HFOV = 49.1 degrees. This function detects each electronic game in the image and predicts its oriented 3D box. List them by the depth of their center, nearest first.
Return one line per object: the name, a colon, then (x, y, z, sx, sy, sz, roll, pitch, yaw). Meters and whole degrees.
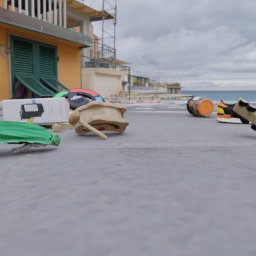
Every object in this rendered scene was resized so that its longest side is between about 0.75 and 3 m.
electronic game: (-2.630, -1.316, 14.554, 2.753, 0.573, 2.753, 2, 37, -2)

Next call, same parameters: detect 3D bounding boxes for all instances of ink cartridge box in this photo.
ink cartridge box: (-3.445, -0.605, 10.805, 2.227, 0.922, 1.623, -3, 1, -6)

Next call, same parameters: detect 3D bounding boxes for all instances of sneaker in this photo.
sneaker: (5.087, -0.746, 12.023, 2.443, 1.099, 0.854, 2, 7, 19)

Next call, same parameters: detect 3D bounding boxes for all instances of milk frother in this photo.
milk frother: (-2.569, -1.234, 16.534, 1.819, 1.642, 1.711, -46, -21, 30)

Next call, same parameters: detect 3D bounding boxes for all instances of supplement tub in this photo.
supplement tub: (4.024, -1.191, 15.631, 1.116, 1.116, 1.821, -1, 8, -6)

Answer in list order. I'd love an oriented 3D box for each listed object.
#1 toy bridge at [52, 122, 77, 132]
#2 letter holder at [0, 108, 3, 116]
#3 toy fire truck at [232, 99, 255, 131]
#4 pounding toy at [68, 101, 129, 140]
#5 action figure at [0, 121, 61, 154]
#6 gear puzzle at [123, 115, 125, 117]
toy bridge: (-2.274, -0.074, 10.183, 0.563, 0.228, 1.675, 1, 7, 18)
letter holder: (-6.130, -0.585, 12.595, 1.330, 0.669, 0.945, 7, 8, 44)
toy fire truck: (3.799, -0.376, 8.325, 1.167, 0.751, 1.027, -13, 42, -38)
pounding toy: (-0.953, -0.024, 8.561, 2.150, 1.233, 1.229, 6, -26, -36)
action figure: (-2.404, 0.182, 6.093, 1.932, 0.528, 1.141, 8, 25, -29)
gear puzzle: (-1.078, -0.511, 13.875, 0.986, 0.249, 1.904, -8, 8, -38)
